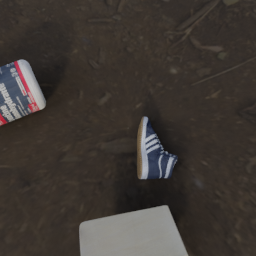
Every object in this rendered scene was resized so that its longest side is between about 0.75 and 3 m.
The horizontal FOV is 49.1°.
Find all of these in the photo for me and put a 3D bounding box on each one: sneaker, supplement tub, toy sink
[{"bbox_3d":[0.798,0.557,7.793,1.027,0.664,1.893,5,57,-5],"label":"sneaker"},{"bbox_3d":[-3.624,-0.898,7.994,2.184,1.533,1.533,-25,66,-13],"label":"supplement tub"},{"bbox_3d":[0.086,2.772,6.140,2.088,1.169,1.361,-10,33,-8],"label":"toy sink"}]
